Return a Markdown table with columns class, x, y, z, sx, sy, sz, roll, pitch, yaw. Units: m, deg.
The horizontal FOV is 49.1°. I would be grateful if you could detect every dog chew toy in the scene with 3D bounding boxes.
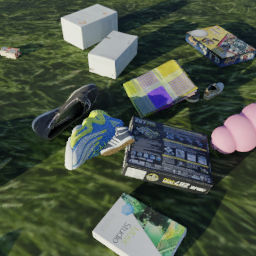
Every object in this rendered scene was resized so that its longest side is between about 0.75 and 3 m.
| class | x | y | z | sx | sy | sz | roll | pitch | yaw |
| --- | --- | --- | --- | --- | --- | --- | --- | --- | --- |
| dog chew toy | 3.771 | 0.105 | 9.035 | 2.302 | 1.434 | 1.434 | -24 | 47 | -1 |

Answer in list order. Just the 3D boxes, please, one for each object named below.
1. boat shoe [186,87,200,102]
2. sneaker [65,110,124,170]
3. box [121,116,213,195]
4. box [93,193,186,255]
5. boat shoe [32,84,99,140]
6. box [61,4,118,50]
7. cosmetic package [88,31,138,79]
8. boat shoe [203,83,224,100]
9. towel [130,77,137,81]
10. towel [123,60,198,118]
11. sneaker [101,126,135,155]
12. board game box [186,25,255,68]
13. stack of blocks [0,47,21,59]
| class | x | y | z | sx | sy | sz | roll | pitch | yaw |
| --- | --- | --- | --- | --- | --- | --- | --- | --- | --- |
| boat shoe | 2.381 | -1.950 | 11.594 | 0.775 | 0.669 | 2.133 | -11 | 45 | -11 |
| sneaker | -0.858 | 0.339 | 8.814 | 1.493 | 1.076 | 2.842 | 13 | 37 | 8 |
| box | 1.188 | 0.764 | 8.475 | 2.543 | 0.624 | 2.050 | 14 | 46 | -6 |
| box | 0.294 | 2.652 | 7.098 | 1.955 | 0.355 | 1.411 | 25 | 49 | 24 |
| boat shoe | -1.986 | -0.539 | 9.970 | 2.883 | 0.964 | 0.822 | -39 | 54 | -26 |
| box | -1.957 | -5.341 | 14.656 | 1.571 | 1.231 | 2.525 | 33 | 53 | 29 |
| cosmetic package | -0.639 | -3.403 | 12.846 | 1.378 | 0.991 | 2.443 | 18 | 46 | 15 |
| boat shoe | 3.542 | -1.585 | 11.408 | 0.449 | 0.411 | 1.200 | 33 | 53 | 29 |
| towel | 1.081 | -1.793 | 11.716 | 1.583 | 0.284 | 1.644 | -17 | 48 | -17 |
| towel | 1.207 | -1.553 | 10.659 | 2.401 | 0.273 | 1.724 | -26 | 68 | -5 |
| sneaker | -0.364 | 0.339 | 7.972 | 1.054 | 0.369 | 0.572 | -28 | 65 | 10 |
| board game box | 4.528 | -4.131 | 13.938 | 1.999 | 0.511 | 2.950 | -17 | 46 | -17 |
| stack of blocks | -5.775 | -3.668 | 13.648 | 0.879 | 0.258 | 0.506 | 9 | 45 | 9 |
